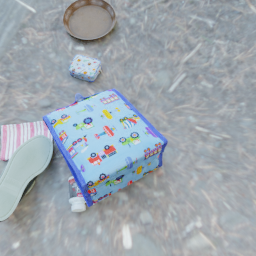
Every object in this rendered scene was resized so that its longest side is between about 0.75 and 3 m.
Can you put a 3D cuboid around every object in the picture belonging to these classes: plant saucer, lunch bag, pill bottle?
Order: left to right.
[{"bbox_3d":[-1.273,1.673,7.129,0.467,0.467,0.844,-7,63,-3],"label":"pill bottle"},{"bbox_3d":[-1.286,-1.854,8.612,0.946,0.357,0.758,18,68,8],"label":"lunch bag"},{"bbox_3d":[-1.268,-3.577,9.311,1.764,0.304,1.764,0,69,-1],"label":"plant saucer"},{"bbox_3d":[-0.751,0.103,7.240,2.183,1.364,2.899,-26,60,-18],"label":"lunch bag"}]

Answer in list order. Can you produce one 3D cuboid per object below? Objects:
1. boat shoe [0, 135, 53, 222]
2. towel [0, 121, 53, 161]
[{"bbox_3d":[-2.759,1.208,7.060,0.901,0.719,2.383,39,56,-11],"label":"boat shoe"},{"bbox_3d":[-2.819,0.334,7.814,1.436,0.215,1.050,-7,71,-2],"label":"towel"}]
